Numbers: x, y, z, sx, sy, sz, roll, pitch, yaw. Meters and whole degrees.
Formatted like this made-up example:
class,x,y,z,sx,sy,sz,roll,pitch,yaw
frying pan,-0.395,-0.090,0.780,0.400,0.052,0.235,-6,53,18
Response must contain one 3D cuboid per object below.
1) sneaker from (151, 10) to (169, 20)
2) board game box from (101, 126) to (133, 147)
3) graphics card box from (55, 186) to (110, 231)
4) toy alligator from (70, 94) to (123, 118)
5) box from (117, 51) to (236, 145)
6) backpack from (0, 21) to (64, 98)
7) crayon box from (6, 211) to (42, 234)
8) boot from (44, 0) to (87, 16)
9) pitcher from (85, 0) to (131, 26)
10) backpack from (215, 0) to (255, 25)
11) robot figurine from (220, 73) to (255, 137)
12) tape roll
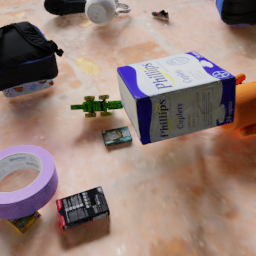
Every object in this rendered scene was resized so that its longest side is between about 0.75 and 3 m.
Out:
class,x,y,z,sx,sy,sz,roll,pitch,yaw
sneaker,1.474,-5.194,12.691,0.879,0.385,0.324,24,53,20
board game box,-0.323,0.242,8.107,0.804,0.113,0.544,-12,50,-10
graphics card box,-1.055,1.866,6.565,1.138,0.289,0.714,-17,50,-13
toy alligator,-0.648,-0.693,8.663,2.226,0.660,0.604,-5,4,-11
box,1.104,-0.889,7.164,2.365,1.241,2.175,-14,32,-7
backpack,-3.552,-2.327,9.171,2.518,1.939,2.398,-16,58,-19
crayon box,-2.466,2.016,6.474,0.882,0.228,0.555,30,55,24
boot,-2.963,-6.102,13.189,2.076,0.793,1.744,-8,52,-16
pitcher,-0.844,-5.240,12.279,1.798,1.271,2.096,15,39,1
backpack,5.104,-5.637,11.989,2.630,2.137,2.207,-8,50,4
robot figurine,3.342,-0.678,8.159,2.156,1.257,1.551,-16,48,-14
tape roll,-2.640,1.236,6.738,1.822,0.598,1.822,0,40,0
